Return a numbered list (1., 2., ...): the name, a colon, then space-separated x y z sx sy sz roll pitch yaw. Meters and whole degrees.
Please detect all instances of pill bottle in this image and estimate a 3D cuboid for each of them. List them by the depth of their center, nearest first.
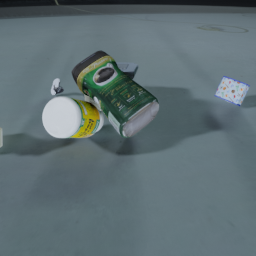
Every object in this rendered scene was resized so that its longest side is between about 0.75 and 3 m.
1. pill bottle: -1.334 -0.243 7.417 1.019 1.019 1.807 10 2 17

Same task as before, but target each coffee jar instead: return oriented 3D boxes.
1. coffee jar: -0.447 -1.085 8.297 1.416 1.159 2.716 -37 64 -12

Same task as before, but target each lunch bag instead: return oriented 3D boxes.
1. lunch bag: 3.670 -1.332 9.962 0.970 0.824 0.600 30 14 35

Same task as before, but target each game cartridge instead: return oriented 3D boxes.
1. game cartridge: -0.662 -2.054 10.138 1.943 0.404 1.294 3 34 10

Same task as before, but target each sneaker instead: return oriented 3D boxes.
1. sneaker: -2.636 -1.582 10.652 0.430 0.755 0.285 -12 55 -45

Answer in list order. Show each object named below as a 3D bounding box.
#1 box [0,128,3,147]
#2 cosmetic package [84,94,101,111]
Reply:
1. box: -4.008 0.152 7.387 1.271 0.604 0.494 19 27 12
2. cosmetic package: -0.772 -1.347 10.103 0.732 0.867 1.678 14 33 28
